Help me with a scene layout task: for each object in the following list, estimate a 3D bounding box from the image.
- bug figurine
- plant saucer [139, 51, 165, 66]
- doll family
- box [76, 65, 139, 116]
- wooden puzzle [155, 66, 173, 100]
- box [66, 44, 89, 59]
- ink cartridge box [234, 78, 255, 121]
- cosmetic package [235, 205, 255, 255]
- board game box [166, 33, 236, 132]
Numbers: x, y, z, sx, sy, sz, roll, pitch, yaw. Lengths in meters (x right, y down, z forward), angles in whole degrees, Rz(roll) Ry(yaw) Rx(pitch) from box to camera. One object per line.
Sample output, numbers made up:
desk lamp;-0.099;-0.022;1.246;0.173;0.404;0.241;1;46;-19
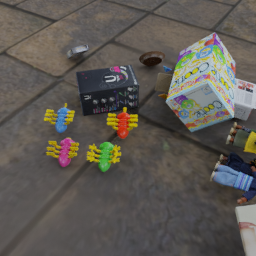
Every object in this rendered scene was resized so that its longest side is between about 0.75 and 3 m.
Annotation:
bug figurine;-1.120;0.211;8.105;2.739;0.705;2.124;5;56;6
plant saucer;0.924;-2.597;10.653;1.006;1.006;0.184;-4;76;-3
doll family;3.217;0.857;7.308;1.514;1.028;2.620;22;69;21
box;-0.679;-1.274;9.313;1.916;1.016;1.171;-10;48;-8
wooden puzzle;1.301;-1.481;9.370;0.769;1.140;0.133;15;34;-3
box;-1.999;-3.024;11.090;0.707;0.216;0.893;-23;9;-24
ink cartridge box;3.731;-0.929;9.141;1.199;0.573;1.366;19;47;12
cosmetic package;2.748;2.558;5.436;0.854;1.012;1.958;-13;56;18
board game box;2.330;-1.450;8.660;1.414;1.388;2.696;-23;33;38
